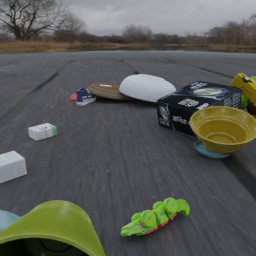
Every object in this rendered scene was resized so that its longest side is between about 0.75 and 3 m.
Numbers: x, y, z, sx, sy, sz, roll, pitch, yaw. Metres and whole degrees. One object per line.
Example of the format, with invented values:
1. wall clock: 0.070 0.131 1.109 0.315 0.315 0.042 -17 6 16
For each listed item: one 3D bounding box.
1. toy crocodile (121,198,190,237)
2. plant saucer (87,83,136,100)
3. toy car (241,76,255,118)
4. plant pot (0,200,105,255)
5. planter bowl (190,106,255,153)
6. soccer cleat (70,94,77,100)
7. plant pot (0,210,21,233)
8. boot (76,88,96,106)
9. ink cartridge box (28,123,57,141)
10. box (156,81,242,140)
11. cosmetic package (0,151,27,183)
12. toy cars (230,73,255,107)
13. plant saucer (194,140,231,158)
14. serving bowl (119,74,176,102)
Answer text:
1. toy crocodile: 0.501 1.606 4.996 1.417 0.437 0.478 -16 -16 -36
2. plant saucer: -0.808 -1.944 14.580 2.590 0.381 2.590 8 18 -3
3. toy car: 5.166 -0.716 10.212 1.680 1.614 2.046 16 36 -4
4. plant pot: -0.954 1.664 3.386 1.635 1.635 1.575 -2 7 -5
5. planter bowl: 2.674 0.173 7.957 1.844 0.768 1.844 -3 35 2
6. soccer cleat: -2.495 -1.608 14.422 1.044 0.348 0.399 -22 -9 -30
7. plant pot: -1.974 1.684 4.237 0.770 0.754 0.756 3 10 -34
8. boot: -2.023 -1.648 13.764 0.604 0.750 1.660 5 20 14
9. ink cartridge box: -2.842 0.123 9.329 0.548 0.330 0.755 19 28 41
10. box: 2.549 -0.751 10.054 2.396 1.032 1.962 -27 31 -30
11. cosmetic package: -3.147 1.004 6.601 1.273 0.454 0.646 -17 25 -40
12. toy cars: 4.834 -1.260 9.369 0.610 1.236 2.757 -36 34 -30
13. plant saucer: 2.402 0.621 8.039 1.021 0.140 1.021 7 23 -3
14. serving bowl: 1.070 -2.057 13.841 2.935 0.965 2.935 10 16 -3
